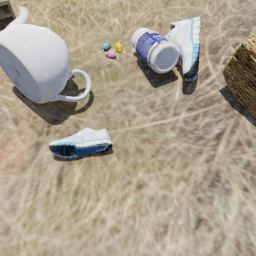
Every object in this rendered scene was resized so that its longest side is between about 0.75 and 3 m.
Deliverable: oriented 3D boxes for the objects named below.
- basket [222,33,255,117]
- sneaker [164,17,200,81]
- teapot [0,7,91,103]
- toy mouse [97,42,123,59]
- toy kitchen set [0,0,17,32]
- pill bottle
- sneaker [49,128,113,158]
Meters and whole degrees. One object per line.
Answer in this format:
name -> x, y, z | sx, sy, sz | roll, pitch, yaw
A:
basket -> 3.812, -1.248, 6.916 | 1.749, 1.676, 2.348 | -33, 72, -17
sneaker -> 1.542, -2.293, 8.152 | 1.085, 0.938, 2.503 | 3, 50, 9
teapot -> -2.169, -1.740, 7.115 | 2.087, 2.114, 1.544 | 25, 56, 36
toy mouse -> -0.553, -2.387, 8.531 | 0.796, 0.173, 0.896 | -9, 59, -5
toy kitchen set -> -4.351, -2.685, 7.399 | 2.660, 2.405, 2.948 | -21, 61, -12
pill bottle -> 0.713, -2.233, 7.906 | 0.856, 0.856, 1.479 | -23, 45, -13
sneaker -> -1.145, 0.307, 6.744 | 1.478, 0.554, 0.640 | -5, 52, -13
